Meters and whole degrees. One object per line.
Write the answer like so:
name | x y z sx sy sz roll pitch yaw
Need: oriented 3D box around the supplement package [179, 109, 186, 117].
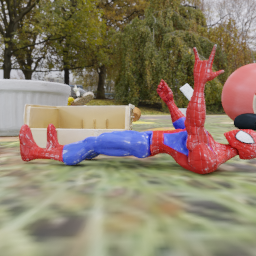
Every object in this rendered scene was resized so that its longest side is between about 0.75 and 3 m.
supplement package | 3.267 -0.671 15.153 1.285 0.731 0.704 -2 5 -45

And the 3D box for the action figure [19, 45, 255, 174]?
action figure | 0.087 -0.150 2.942 2.453 1.214 0.800 4 5 18

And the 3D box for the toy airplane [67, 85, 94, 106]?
toy airplane | -2.926 -1.157 14.188 2.526 1.783 2.515 -13 -14 -7

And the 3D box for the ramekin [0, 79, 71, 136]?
ramekin | -2.903 -0.501 7.401 2.760 1.285 2.760 -1 3 0

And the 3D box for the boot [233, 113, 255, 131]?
boot | 3.517 -0.142 7.586 1.405 0.536 1.180 9 4 30

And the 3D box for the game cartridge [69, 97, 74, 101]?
game cartridge | -4.256 -1.063 15.852 1.955 0.360 2.218 -41 -9 16

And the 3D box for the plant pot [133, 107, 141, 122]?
plant pot | 0.323 -0.699 15.864 0.841 0.841 0.589 0 21 2

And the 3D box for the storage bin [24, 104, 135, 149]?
storage bin | -0.667 -0.033 4.482 1.487 0.697 1.476 1 3 4

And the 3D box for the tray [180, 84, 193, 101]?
tray | 2.831 -1.703 13.125 0.450 0.837 0.093 -36 -30 6

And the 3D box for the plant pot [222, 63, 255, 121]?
plant pot | 4.857 -1.051 9.937 2.462 2.462 2.179 0 13 1
